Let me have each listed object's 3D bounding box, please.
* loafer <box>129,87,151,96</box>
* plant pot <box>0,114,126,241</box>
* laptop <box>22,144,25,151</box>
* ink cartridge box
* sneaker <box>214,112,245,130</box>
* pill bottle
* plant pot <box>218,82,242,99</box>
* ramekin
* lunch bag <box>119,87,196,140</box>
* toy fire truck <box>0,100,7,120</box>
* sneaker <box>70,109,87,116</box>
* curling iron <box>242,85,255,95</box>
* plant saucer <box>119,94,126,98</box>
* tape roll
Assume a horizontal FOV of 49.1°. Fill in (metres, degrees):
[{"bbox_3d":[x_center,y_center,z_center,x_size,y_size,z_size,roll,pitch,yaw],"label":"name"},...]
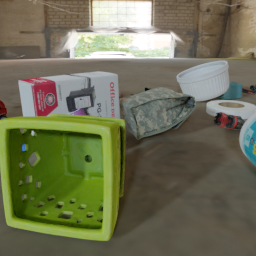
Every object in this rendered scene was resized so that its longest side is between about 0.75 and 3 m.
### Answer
[{"bbox_3d":[0.969,-1.714,14.487,2.303,0.802,0.866,3,15,40],"label":"loafer"},{"bbox_3d":[-1.044,0.719,5.515,2.038,2.048,1.859,4,11,12],"label":"plant pot"},{"bbox_3d":[-3.452,0.595,8.303,0.719,0.419,0.811,4,19,14],"label":"laptop"},{"bbox_3d":[-1.732,-0.593,9.046,2.979,2.163,1.242,-15,21,-37],"label":"ink cartridge box"},{"bbox_3d":[3.894,-0.244,10.695,0.787,0.569,1.611,12,7,-11],"label":"sneaker"},{"bbox_3d":[3.772,0.635,6.234,1.622,1.622,2.928,0,18,0],"label":"pill bottle"},{"bbox_3d":[5.732,-2.061,15.914,1.175,0.830,0.831,-15,22,-20],"label":"plant pot"},{"bbox_3d":[4.146,-2.512,15.219,2.752,1.445,2.752,-18,18,6],"label":"ramekin"},{"bbox_3d":[1.035,-0.668,10.000,2.365,1.390,1.939,-18,18,-10],"label":"lunch bag"},{"bbox_3d":[-5.633,-0.917,10.575,1.208,1.878,1.653,13,23,33],"label":"toy fire truck"},{"bbox_3d":[-1.048,-0.017,8.234,0.760,1.196,2.097,-27,-18,29],"label":"sneaker"},{"bbox_3d":[7.243,-2.539,17.890,0.658,0.339,2.655,-51,31,-10],"label":"curling iron"},{"bbox_3d":[-0.744,-1.717,15.741,1.250,0.215,1.250,0,19,0],"label":"plant saucer"},{"bbox_3d":[4.718,-0.872,12.845,2.189,0.400,2.189,0,17,0],"label":"tape roll"}]
